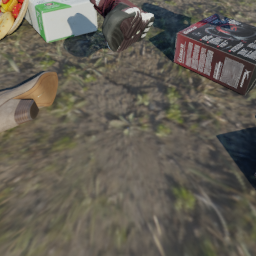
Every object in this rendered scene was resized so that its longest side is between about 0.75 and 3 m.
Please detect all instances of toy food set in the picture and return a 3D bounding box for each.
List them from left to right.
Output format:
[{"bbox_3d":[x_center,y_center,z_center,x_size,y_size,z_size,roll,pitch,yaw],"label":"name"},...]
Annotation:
[{"bbox_3d":[-4.484,-4.415,10.389,0.543,2.231,2.208,20,23,-49],"label":"toy food set"}]

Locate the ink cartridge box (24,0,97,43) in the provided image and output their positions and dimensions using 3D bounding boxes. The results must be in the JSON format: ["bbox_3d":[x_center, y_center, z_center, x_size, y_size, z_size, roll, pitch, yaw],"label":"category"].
[{"bbox_3d":[-2.807,-4.658,10.949,2.120,1.201,2.892,-24,49,-24],"label":"ink cartridge box"}]

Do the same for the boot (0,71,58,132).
[{"bbox_3d":[-3.009,-0.743,7.267,1.804,0.866,2.467,-5,32,11],"label":"boot"}]

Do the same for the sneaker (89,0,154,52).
[{"bbox_3d":[-0.410,-2.599,6.432,1.521,0.996,2.633,37,24,2],"label":"sneaker"}]

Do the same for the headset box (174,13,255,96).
[{"bbox_3d":[3.033,-2.488,8.796,2.910,1.092,2.163,35,54,30],"label":"headset box"}]

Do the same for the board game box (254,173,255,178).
[{"bbox_3d":[3.484,1.139,5.292,1.254,0.762,1.573,-11,45,-11],"label":"board game box"}]
